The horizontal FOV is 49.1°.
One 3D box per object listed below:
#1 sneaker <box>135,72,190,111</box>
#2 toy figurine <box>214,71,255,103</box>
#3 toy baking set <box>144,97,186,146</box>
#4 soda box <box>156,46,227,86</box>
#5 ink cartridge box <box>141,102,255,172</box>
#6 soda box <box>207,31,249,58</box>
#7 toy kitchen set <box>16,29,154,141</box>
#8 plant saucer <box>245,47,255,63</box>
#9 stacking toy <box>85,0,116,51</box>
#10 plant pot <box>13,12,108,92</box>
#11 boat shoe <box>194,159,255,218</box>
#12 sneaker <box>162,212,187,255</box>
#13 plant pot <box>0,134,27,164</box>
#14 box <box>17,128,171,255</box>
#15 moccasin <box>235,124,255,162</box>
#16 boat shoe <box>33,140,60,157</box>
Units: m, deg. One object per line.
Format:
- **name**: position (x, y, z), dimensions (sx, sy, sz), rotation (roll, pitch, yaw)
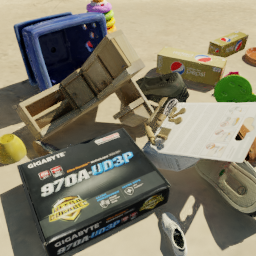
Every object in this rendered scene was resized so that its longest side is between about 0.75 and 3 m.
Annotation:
- **sneaker**: position (0.975, -1.010, 8.985), dimensions (2.338, 1.339, 0.894), rotation (1, 51, 47)
- **toy figurine**: position (3.677, -1.344, 9.357), dimensions (1.526, 1.146, 1.405), rotation (31, 35, 2)
- **toy baking set**: position (0.903, -0.200, 7.117), dimensions (1.197, 0.181, 1.559), rotation (-41, 28, 9)
- **soda box**: position (2.348, -2.363, 10.565), dimensions (2.464, 0.789, 0.835), rotation (18, 44, 19)
- **ink cartridge box**: position (1.854, 0.187, 6.752), dimensions (2.571, 0.734, 2.090), rotation (8, 44, 41)
- **soda box**: position (4.309, -3.568, 12.081), dimensions (1.975, 0.669, 0.632), rotation (-27, 47, -29)
- **toy kitchen set**: position (-0.992, -0.560, 7.463), dimensions (2.534, 2.809, 2.292), rotation (-36, 94, -34)
- **plant saucer**: position (5.689, -2.994, 11.744), dimensions (1.491, 0.241, 1.491), rotation (1, 40, 0)
- **stacking toy**: position (-1.168, -4.668, 11.581), dimensions (1.733, 2.987, 1.639), rotation (-19, 44, -21)
- **plant pot**: position (-2.250, -2.519, 9.536), dimensions (2.540, 2.540, 2.284), rotation (-29, 41, -30)
- **boat shoe**: position (2.361, 1.010, 6.681), dimensions (0.931, 0.989, 2.755), rotation (29, 19, -30)
- **sneaker**: position (0.956, 2.077, 5.643), dimensions (0.358, 0.347, 0.980), rotation (-11, 41, -13)
- **plant pot**: position (-3.122, 0.480, 7.378), dimensions (0.779, 0.553, 0.779), rotation (0, 41, 0)
- **box**: position (-0.805, 1.260, 6.368), dimensions (2.803, 0.645, 2.228), rotation (-19, 44, -21)
- **moccasin**: position (2.752, 0.157, 7.689), dimensions (0.801, 0.759, 2.074), rotation (-12, 50, -26)
- **boat shoe**: position (-2.088, 0.595, 7.411), dimensions (1.061, 0.381, 0.344), rotation (24, 34, 29)
